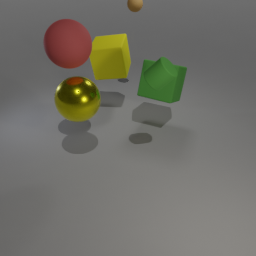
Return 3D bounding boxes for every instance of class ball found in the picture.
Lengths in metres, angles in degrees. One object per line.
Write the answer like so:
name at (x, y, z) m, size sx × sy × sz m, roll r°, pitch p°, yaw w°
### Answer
ball at (-1.530, -0.876, 8.556) m, size 1.400 × 1.400 × 1.400 m, roll 0°, pitch 30°, yaw 0°
ball at (-1.758, -2.460, 8.237) m, size 1.400 × 1.400 × 1.400 m, roll 0°, pitch 30°, yaw 0°
ball at (0.312, -5.527, 12.451) m, size 0.700 × 0.700 × 0.700 m, roll 0°, pitch 30°, yaw 0°

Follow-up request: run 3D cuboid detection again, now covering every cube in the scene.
cube at (-0.734, -3.027, 11.937) m, size 1.400 × 1.400 × 1.400 m, roll -2°, pitch 40°, yaw 12°
cube at (1.359, -1.843, 11.007) m, size 1.400 × 1.400 × 1.400 m, roll 16°, pitch 15°, yaw 21°

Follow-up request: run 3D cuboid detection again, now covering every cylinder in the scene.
cylinder at (0.925, -1.546, 7.992) m, size 0.700 × 0.700 × 0.700 m, roll 32°, pitch 39°, yaw -30°
